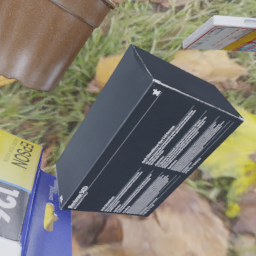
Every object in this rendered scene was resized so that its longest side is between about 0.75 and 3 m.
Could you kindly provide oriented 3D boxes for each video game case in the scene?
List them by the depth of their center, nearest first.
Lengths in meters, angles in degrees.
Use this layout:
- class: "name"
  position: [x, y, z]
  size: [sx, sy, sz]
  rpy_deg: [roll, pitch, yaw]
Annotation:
- class: "video game case"
  position: [2.451, -1.894, 5.834]
  size: [2.198, 1.571, 0.192]
  rpy_deg: [0, 90, -9]

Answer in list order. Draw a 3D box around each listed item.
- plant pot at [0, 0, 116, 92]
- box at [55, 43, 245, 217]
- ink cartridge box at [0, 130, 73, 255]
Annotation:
- class: "plant pot"
  position: [-1.378, -1.631, 4.428]
  size: [1.753, 1.753, 1.736]
  rpy_deg: [37, 106, 15]
- class: "box"
  position: [0.165, 0.222, 3.733]
  size: [1.505, 2.133, 0.841]
  rpy_deg: [15, 35, -35]
- class: "ink cartridge box"
  position: [-1.839, 0.659, 3.585]
  size: [2.617, 2.586, 0.615]
  rpy_deg: [22, 100, -18]
